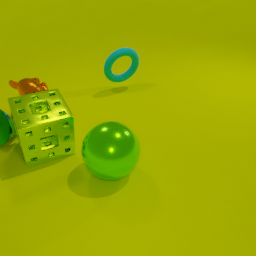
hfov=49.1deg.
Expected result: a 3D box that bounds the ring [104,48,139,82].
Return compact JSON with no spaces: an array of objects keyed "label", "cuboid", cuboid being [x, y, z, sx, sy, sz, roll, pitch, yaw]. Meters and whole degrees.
[{"label":"ring","cuboid":[-0.233,-2.316,10.408,1.444,1.444,0.289,-16,51,-24]}]

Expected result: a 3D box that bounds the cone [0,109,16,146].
[{"label":"cone","cuboid":[-3.372,-0.025,8.177,1.059,1.059,1.063,19,11,27]}]

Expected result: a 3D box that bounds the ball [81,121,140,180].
[{"label":"ball","cuboid":[-0.396,0.521,6.524,1.364,1.364,1.364,0,33,0]}]

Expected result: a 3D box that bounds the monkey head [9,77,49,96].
[{"label":"monkey head","cuboid":[-3.094,-1.108,8.975,1.398,1.006,0.843,31,39,12]}]

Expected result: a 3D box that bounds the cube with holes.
[{"label":"cube with holes","cuboid":[-2.208,-0.031,7.262,1.291,1.291,1.291,-16,45,-23]}]
